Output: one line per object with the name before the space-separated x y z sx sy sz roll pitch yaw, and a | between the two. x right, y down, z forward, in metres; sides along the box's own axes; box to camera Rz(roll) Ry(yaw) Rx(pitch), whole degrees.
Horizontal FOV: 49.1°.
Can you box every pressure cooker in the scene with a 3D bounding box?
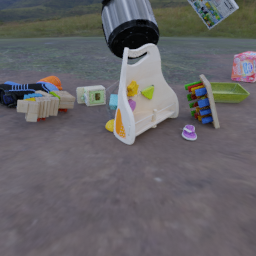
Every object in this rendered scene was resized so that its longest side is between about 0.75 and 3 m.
pressure cooker | 0.039 -3.582 9.427 1.811 1.783 2.027 -10 68 -7

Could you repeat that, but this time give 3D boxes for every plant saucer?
plant saucer | 3.634 -1.406 11.192 1.873 0.448 1.870 3 22 6

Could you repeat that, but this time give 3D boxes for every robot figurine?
robot figurine | -3.309 -1.795 11.850 0.879 0.713 1.222 -15 16 26

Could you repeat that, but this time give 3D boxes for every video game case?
video game case | 2.637 -3.946 8.832 0.142 1.292 1.177 -46 10 -31

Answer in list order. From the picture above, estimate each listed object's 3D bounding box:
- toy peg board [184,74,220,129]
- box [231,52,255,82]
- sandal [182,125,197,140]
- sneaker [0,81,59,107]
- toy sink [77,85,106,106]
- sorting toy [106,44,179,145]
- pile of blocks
toy peg board | 2.222 -0.774 8.603 0.675 1.380 1.374 -15 20 12
box | 6.465 -3.256 14.746 1.182 1.282 2.498 16 26 34
sandal | 1.695 0.070 7.776 0.389 0.235 0.956 3 22 7
sneaker | -3.761 -1.121 10.036 2.649 0.929 1.032 5 30 21
toy sink | -1.359 -1.183 10.390 0.973 0.634 0.545 -8 23 -20
sorting toy | 0.337 -1.144 7.984 1.387 2.337 2.597 15 26 32
pile of blocks | -2.686 -0.665 8.885 0.982 0.743 2.391 23 21 21
